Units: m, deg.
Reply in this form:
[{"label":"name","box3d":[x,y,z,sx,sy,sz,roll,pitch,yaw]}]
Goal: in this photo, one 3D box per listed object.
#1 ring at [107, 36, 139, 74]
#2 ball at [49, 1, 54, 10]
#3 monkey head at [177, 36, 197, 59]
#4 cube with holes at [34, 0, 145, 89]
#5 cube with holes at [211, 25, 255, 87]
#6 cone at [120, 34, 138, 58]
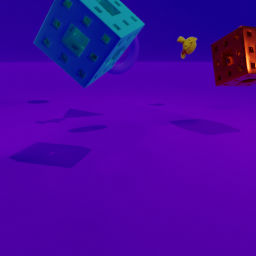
[{"label":"ring","box3d":[-0.243,-1.999,7.188,1.261,1.261,0.252,-10,28,-35]},{"label":"ball","box3d":[-2.622,-4.641,11.166,0.997,0.997,0.997,0,15,0]},{"label":"monkey head","box3d":[2.333,-3.317,11.172,0.728,1.012,0.610,33,-2,21]},{"label":"cube with holes","box3d":[-0.654,-1.669,4.939,1.161,1.161,1.161,42,36,-4]},{"label":"cube with holes","box3d":[3.213,-1.888,7.648,1.234,1.234,1.234,-3,-5,-22]},{"label":"cone","box3d":[-0.706,-3.318,9.188,1.589,1.589,1.594,-6,42,-22]}]
